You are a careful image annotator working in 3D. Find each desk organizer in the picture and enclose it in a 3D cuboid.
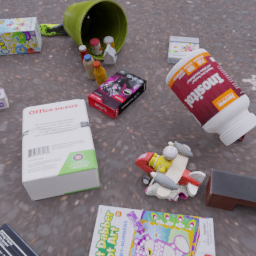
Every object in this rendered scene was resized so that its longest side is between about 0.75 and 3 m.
[{"bbox_3d":[3.183,1.800,7.426,2.107,0.811,0.756,10,50,9],"label":"desk organizer"}]

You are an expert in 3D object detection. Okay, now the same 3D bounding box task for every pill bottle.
[{"bbox_3d":[2.459,-0.861,8.144,1.503,1.503,2.661,-31,76,-24],"label":"pill bottle"}]

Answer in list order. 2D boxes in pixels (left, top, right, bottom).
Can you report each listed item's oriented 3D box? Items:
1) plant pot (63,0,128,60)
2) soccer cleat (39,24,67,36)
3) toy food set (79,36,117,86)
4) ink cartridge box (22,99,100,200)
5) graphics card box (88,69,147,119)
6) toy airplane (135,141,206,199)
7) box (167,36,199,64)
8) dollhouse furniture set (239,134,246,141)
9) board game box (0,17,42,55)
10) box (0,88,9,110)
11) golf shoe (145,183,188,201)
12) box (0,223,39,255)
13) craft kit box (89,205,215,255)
[{"bbox_3d":[-1.626,-4.394,12.034,2.359,2.359,2.271,-32,44,-25],"label":"plant pot"},{"bbox_3d":[-3.475,-4.682,13.333,1.629,0.527,0.681,0,19,5],"label":"soccer cleat"},{"bbox_3d":[-1.202,-2.922,11.074,1.208,1.138,2.530,4,59,11],"label":"toy food set"},{"bbox_3d":[-2.015,0.542,8.303,1.939,1.120,2.665,-10,50,-8],"label":"ink cartridge box"},{"bbox_3d":[-0.364,-1.304,10.314,1.250,0.507,1.993,30,55,24],"label":"graphics card box"},{"bbox_3d":[1.230,1.064,7.562,1.739,1.233,1.747,-11,31,-14],"label":"toy airplane"},{"bbox_3d":[2.424,-3.393,12.226,1.299,0.343,1.666,7,51,6],"label":"box"},{"bbox_3d":[3.476,-0.201,9.355,0.675,0.510,1.253,6,49,5],"label":"dollhouse furniture set"},{"bbox_3d":[-4.985,-3.980,12.210,2.157,1.111,1.131,-5,49,-5],"label":"board game box"},{"bbox_3d":[-5.673,-0.730,9.784,2.748,0.569,0.532,-15,51,-14],"label":"box"},{"bbox_3d":[1.096,1.761,7.720,1.224,0.461,0.560,-8,53,-5],"label":"golf shoe"},{"bbox_3d":[-2.517,3.520,5.625,2.091,1.288,2.074,32,56,24],"label":"box"},{"bbox_3d":[0.501,3.324,6.254,2.877,0.707,2.913,3,49,6],"label":"craft kit box"}]
